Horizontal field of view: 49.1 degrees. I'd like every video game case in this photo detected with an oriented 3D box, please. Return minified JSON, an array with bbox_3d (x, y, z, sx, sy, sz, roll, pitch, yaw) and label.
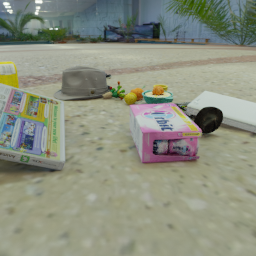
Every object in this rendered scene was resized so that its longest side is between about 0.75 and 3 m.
[{"bbox_3d":[-2.878,-0.239,6.850,2.656,0.322,2.918,15,28,-22],"label":"video game case"}]

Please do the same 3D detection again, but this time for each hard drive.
[{"bbox_3d":[3.433,-0.566,9.206,2.520,0.331,1.662,20,35,29],"label":"hard drive"}]

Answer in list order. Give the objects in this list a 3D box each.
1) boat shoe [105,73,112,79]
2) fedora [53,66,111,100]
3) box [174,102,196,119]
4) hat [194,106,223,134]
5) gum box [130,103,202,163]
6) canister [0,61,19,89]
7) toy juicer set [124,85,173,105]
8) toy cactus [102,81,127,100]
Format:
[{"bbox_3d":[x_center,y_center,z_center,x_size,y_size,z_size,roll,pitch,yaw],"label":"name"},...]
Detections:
[{"bbox_3d":[-1.410,-3.078,16.510,1.124,0.350,0.419,-17,24,-41],"label":"boat shoe"},{"bbox_3d":[-2.051,-2.136,12.732,2.712,1.224,2.398,-6,21,-15],"label":"fedora"},{"bbox_3d":[2.503,-0.687,10.208,1.251,0.297,1.209,-7,24,-20],"label":"box"},{"bbox_3d":[2.314,-0.145,7.959,0.915,0.915,0.369,0,31,0],"label":"hat"},{"bbox_3d":[0.876,0.056,7.448,1.390,0.810,2.449,-2,21,-6],"label":"gum box"},{"bbox_3d":[-5.391,-1.519,10.308,2.453,1.822,1.062,-13,24,-37],"label":"canister"},{"bbox_3d":[0.819,-1.241,10.935,1.897,0.811,2.981,-1,21,-3],"label":"toy juicer set"},{"bbox_3d":[-0.589,-1.527,12.142,1.054,0.653,1.278,-19,38,-18],"label":"toy cactus"}]
